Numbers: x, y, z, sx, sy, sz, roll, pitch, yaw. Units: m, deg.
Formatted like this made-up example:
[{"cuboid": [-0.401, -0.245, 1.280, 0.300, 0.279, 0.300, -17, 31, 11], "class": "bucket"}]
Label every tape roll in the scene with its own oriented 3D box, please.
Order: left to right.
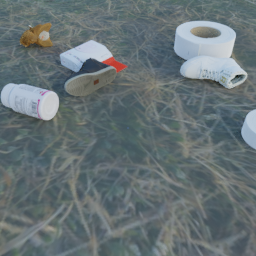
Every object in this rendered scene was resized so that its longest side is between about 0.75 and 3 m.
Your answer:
[{"cuboid": [3.667, -4.195, 13.557, 2.816, 0.985, 2.816, 0, 42, 0], "class": "tape roll"}, {"cuboid": [4.580, 0.094, 9.011, 1.668, 0.583, 1.668, 0, 41, 0], "class": "tape roll"}]

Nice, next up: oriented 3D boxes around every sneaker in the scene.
[{"cuboid": [-1.765, -2.079, 11.265, 1.302, 0.917, 2.451, 34, 42, 31], "class": "sneaker"}, {"cuboid": [3.548, -2.257, 11.415, 2.545, 0.938, 1.471, -7, 39, -10], "class": "sneaker"}]

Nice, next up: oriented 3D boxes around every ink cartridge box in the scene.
[{"cuboid": [-1.535, -3.057, 12.601, 2.423, 0.691, 1.969, 28, 49, 33], "class": "ink cartridge box"}]

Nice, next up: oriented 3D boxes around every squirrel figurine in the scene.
[{"cuboid": [-4.751, -4.726, 14.142, 1.585, 1.122, 1.480, -26, 41, -31], "class": "squirrel figurine"}]

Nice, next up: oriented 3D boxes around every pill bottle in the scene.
[{"cuboid": [-3.465, -0.969, 9.871, 1.809, 1.025, 1.025, 16, 44, 18], "class": "pill bottle"}]
